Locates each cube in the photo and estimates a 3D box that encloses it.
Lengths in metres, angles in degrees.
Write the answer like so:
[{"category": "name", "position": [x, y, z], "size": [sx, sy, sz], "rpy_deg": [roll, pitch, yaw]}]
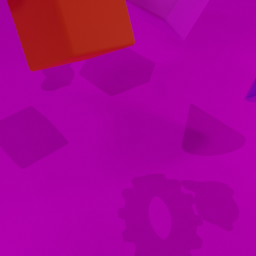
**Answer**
[{"category": "cube", "position": [0.910, -3.083, 6.373], "size": [1.391, 1.391, 1.391], "rpy_deg": [37, 104, 23]}, {"category": "cube", "position": [-0.824, -1.600, 4.057], "size": [1.195, 1.195, 1.195], "rpy_deg": [-1, 19, 46]}]

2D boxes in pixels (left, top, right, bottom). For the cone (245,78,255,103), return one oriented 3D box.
[{"category": "cone", "position": [3.030, -1.307, 5.326], "size": [1.497, 1.497, 1.503], "rpy_deg": [1, 88, 1]}]
